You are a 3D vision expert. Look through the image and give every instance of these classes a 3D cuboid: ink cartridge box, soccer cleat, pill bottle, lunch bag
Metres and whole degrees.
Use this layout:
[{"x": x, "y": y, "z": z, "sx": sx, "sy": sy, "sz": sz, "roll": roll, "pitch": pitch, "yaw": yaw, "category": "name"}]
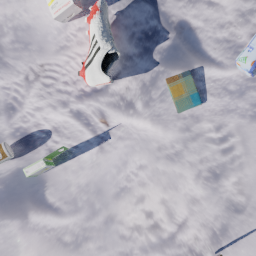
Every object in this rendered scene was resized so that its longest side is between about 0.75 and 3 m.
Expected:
[{"x": -2.318, "y": 1.000, "z": 8.222, "sx": 1.279, "sy": 0.931, "sz": 0.307, "roll": -28, "pitch": 83, "yaw": -5, "category": "ink cartridge box"}, {"x": -0.753, "y": -2.645, "z": 8.750, "sx": 1.194, "sy": 0.962, "sz": 2.804, "roll": 6, "pitch": 83, "yaw": 23, "category": "soccer cleat"}, {"x": -3.967, "y": 0.863, "z": 8.334, "sx": 0.953, "sy": 0.545, "sz": 0.545, "roll": -29, "pitch": 81, "yaw": -10, "category": "pill bottle"}, {"x": -2.150, "y": -4.276, "z": 9.129, "sx": 0.945, "sy": 0.543, "sz": 1.302, "roll": -25, "pitch": 83, "yaw": 26, "category": "ink cartridge box"}, {"x": 3.807, "y": -2.231, "z": 8.047, "sx": 0.685, "sy": 1.813, "sz": 1.453, "roll": 41, "pitch": 107, "yaw": 15, "category": "lunch bag"}]

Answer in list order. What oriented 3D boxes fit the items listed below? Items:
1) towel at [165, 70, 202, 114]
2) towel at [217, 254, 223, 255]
[{"x": 1.779, "y": -1.154, "z": 8.932, "sx": 0.874, "sy": 0.129, "sz": 1.192, "roll": -21, "pitch": 89, "yaw": -4, "category": "towel"}, {"x": 2.243, "y": 3.697, "z": 7.542, "sx": 0.611, "sy": 0.851, "sz": 0.097, "roll": -32, "pitch": 79, "yaw": 22, "category": "towel"}]
